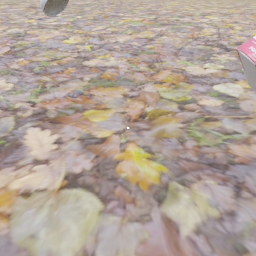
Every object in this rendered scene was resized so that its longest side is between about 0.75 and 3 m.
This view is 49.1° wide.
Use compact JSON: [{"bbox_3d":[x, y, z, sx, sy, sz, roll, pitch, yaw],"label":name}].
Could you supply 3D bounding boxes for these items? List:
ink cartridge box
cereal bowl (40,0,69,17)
[{"bbox_3d":[3.015,-1.423,5.247,1.562,1.137,0.662,-34,44,10],"label":"ink cartridge box"},{"bbox_3d":[-2.016,-3.451,7.544,0.351,0.842,0.842,50,46,8],"label":"cereal bowl"}]
